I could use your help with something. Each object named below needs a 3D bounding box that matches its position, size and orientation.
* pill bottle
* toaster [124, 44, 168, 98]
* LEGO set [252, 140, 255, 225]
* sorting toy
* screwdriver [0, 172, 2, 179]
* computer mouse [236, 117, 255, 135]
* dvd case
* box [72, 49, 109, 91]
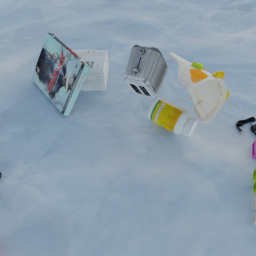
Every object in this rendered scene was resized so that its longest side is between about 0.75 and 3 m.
[{"bbox_3d":[1.583,-0.349,9.828,1.586,0.894,0.894,29,53,20],"label":"pill bottle"},{"bbox_3d":[0.607,-1.795,9.272,1.071,1.884,1.217,18,83,22],"label":"toaster"},{"bbox_3d":[4.401,1.353,8.093,1.222,1.135,2.977,12,49,12],"label":"LEGO set"},{"bbox_3d":[2.087,-1.569,9.030,1.185,2.218,1.997,-40,54,4],"label":"sorting toy"},{"bbox_3d":[-4.901,1.140,8.021,2.435,0.340,0.354,21,24,-27],"label":"screwdriver"},{"bbox_3d":[4.487,0.076,9.873,0.967,0.317,1.377,-13,47,-14],"label":"computer mouse"},{"bbox_3d":[-2.730,-2.154,10.924,0.323,2.142,2.934,1,35,-49],"label":"dvd case"},{"bbox_3d":[-1.682,-2.449,11.796,1.588,1.043,1.596,2,46,2],"label":"box"}]
